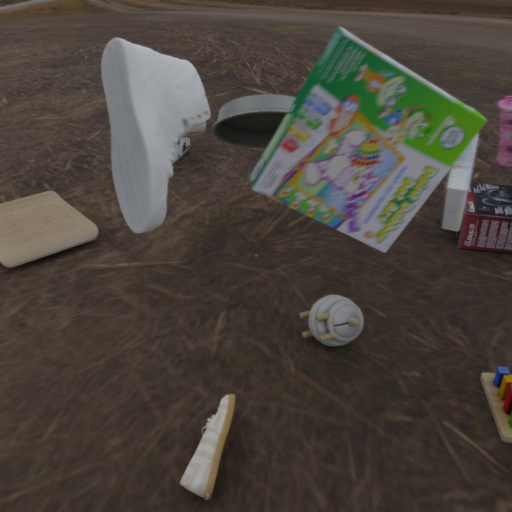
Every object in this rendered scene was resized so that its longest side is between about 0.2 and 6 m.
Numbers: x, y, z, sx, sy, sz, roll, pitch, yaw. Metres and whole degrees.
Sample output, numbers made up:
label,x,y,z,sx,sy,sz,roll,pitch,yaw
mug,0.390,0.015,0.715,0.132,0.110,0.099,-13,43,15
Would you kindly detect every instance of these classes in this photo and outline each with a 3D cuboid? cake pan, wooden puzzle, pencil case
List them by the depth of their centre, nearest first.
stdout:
label,x,y,z,sx,sy,sz,roll,pitch,yaw
pencil case,5.400,-2.613,11.806,0.633,1.462,0.605,23,52,39
cake pan,0.241,-2.908,12.219,2.414,0.443,2.414,0,-7,0
wooden puzzle,-4.863,-0.545,12.224,2.093,0.523,2.260,-24,43,-34

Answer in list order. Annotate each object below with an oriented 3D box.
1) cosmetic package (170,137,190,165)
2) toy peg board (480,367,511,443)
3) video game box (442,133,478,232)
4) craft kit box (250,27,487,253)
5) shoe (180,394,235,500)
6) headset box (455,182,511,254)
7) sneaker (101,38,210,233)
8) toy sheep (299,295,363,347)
label,x,y,z,sx,sy,sz,roll,pitch,yaw
cosmetic package,-2.580,-3.237,16.281,0.596,0.972,2.356,7,32,13
toy peg board,3.979,1.954,7.823,1.259,0.616,1.254,3,31,5
video game box,3.202,-1.207,8.795,0.309,1.318,1.201,9,68,19
craft kit box,1.563,-1.539,8.139,2.451,2.482,0.602,22,28,-21
shoe,-0.570,2.361,7.204,0.410,0.537,1.537,11,34,6
headset box,5.385,-0.840,12.266,2.361,0.912,1.757,6,31,11
sneaker,-1.462,-1.951,9.404,1.795,3.106,1.144,-5,-2,-45
toy sheep,1.263,1.055,9.051,0.920,0.920,1.334,-13,7,-21
